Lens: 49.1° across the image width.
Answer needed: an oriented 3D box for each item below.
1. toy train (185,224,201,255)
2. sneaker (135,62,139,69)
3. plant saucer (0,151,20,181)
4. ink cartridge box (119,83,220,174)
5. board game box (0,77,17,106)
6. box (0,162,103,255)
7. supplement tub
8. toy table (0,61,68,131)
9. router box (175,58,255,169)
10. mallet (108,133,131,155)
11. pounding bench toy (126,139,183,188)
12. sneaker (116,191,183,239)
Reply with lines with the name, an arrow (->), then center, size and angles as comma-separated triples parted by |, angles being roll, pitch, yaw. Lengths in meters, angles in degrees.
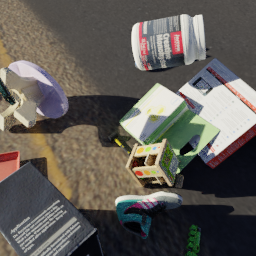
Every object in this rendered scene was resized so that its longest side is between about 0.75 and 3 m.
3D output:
toy train -> 1.755, 3.133, 7.491 | 0.321, 0.237, 1.137 | 19, 49, 4
sneaker -> 1.157, -3.762, 13.361 | 0.857, 1.019, 2.600 | 28, 55, 21
plant saucer -> -4.308, 1.668, 8.765 | 1.863, 0.342, 1.859 | -11, 48, -9
ink cartridge box -> 1.290, -0.098, 9.440 | 2.051, 0.676, 2.818 | -45, 48, -4
board game box -> -3.640, -1.307, 7.851 | 0.190, 0.911, 1.346 | -33, 88, -13
box -> -1.901, 2.508, 6.583 | 2.426, 2.386, 1.424 | 35, 58, 29
supplement tub -> 1.332, -2.768, 9.104 | 2.209, 1.550, 1.550 | -5, 46, 14
toy table -> -3.792, -1.177, 10.073 | 2.873, 2.641, 1.682 | 26, 39, 21
router box -> 2.945, -0.584, 9.605 | 2.637, 0.718, 2.939 | -42, 51, 13
mallet -> -0.315, 0.602, 9.869 | 0.355, 0.222, 1.077 | -25, 56, -22
pounding bench toy -> 0.864, 1.319, 8.721 | 1.257, 1.612, 1.001 | -12, 37, 34
sneaker -> 0.607, 2.412, 7.728 | 1.925, 0.805, 1.162 | -7, 42, 4
